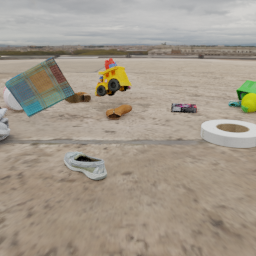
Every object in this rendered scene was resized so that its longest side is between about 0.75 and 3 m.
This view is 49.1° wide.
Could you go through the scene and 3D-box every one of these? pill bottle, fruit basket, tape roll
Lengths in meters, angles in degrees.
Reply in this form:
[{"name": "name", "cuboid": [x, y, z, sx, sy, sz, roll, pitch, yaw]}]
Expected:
[{"name": "pill bottle", "cuboid": [-4.721, -1.375, 11.940, 1.089, 1.089, 1.941, -7, 18, -22]}, {"name": "fruit basket", "cuboid": [5.247, -1.123, 11.592, 1.688, 1.688, 1.218, 14, -21, 37]}, {"name": "tape roll", "cuboid": [3.089, 0.134, 8.354, 1.819, 0.332, 1.819, -1, 18, 0]}]

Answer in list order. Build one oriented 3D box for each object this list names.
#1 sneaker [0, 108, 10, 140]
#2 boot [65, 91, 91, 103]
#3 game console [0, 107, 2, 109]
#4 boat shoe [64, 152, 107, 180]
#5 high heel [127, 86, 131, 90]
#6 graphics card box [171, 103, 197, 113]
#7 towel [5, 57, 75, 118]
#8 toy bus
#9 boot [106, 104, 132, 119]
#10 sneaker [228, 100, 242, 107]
[{"name": "sneaker", "cuboid": [-4.407, -0.171, 8.394, 1.460, 0.954, 2.540, -9, 25, -28]}, {"name": "boot", "cuboid": [-2.511, -1.562, 13.496, 1.368, 0.524, 1.062, -7, 18, -20]}, {"name": "game console", "cuboid": [-5.884, -0.375, 10.243, 2.057, 1.221, 1.773, -3, -14, -11]}, {"name": "boat shoe", "cuboid": [-0.968, 0.740, 6.237, 0.496, 0.431, 1.345, -15, 23, -39]}, {"name": "high heel", "cuboid": [-0.368, -2.494, 14.124, 1.396, 0.671, 0.471, 31, -22, -8]}, {"name": "graphics card box", "cuboid": [2.305, -0.826, 11.570, 1.038, 0.264, 0.651, 2, 18, 10]}, {"name": "towel", "cuboid": [-3.030, -1.346, 9.598, 2.006, 1.471, 0.218, -24, 22, 14]}, {"name": "toy bus", "cuboid": [-0.775, -2.112, 11.787, 1.491, 1.431, 1.012, -18, 1, 27]}, {"name": "boot", "cuboid": [-0.306, -0.574, 10.588, 1.070, 0.394, 0.828, -14, 17, -4]}, {"name": "sneaker", "cuboid": [4.820, -1.029, 12.340, 0.767, 0.297, 0.306, 4, 37, 26]}]
